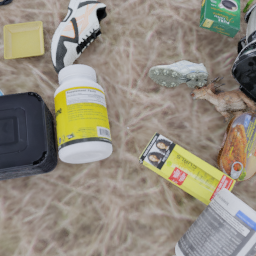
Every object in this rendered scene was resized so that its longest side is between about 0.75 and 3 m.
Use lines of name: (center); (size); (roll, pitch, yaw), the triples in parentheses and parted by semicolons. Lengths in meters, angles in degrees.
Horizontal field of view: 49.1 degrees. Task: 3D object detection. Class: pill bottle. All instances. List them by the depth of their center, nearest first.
pill bottle: (2.008, 2.780, 6.497); (1.414, 1.414, 2.485); (39, 93, 11)
pill bottle: (-1.293, -0.394, 7.803); (1.425, 1.425, 2.535); (-9, 71, -3)

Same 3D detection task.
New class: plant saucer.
plant saucer: (-3.344, -2.794, 9.104); (1.269, 0.307, 1.268); (-8, 74, -2)

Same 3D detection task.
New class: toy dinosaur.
toy dinosaur: (3.047, -0.854, 8.305); (2.080, 0.893, 1.410); (13, 39, -12)

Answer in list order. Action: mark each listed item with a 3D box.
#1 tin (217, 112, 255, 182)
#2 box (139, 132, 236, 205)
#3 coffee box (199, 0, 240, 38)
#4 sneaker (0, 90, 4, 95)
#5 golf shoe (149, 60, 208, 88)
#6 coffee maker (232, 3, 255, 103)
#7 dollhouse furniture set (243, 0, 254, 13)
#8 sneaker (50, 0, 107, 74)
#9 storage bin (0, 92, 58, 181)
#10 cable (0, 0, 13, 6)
tin: (3.197, 0.520, 7.809); (1.097, 0.410, 1.960); (18, 91, 3)
box: (1.576, 1.182, 7.738); (2.494, 0.625, 0.939); (33, 76, 9)
coffee box: (2.822, -3.720, 8.554); (1.161, 0.415, 1.888); (14, 65, -8)
sneaker: (-4.308, -1.229, 8.521); (1.486, 0.539, 0.534); (39, 78, 12)
golf shoe: (1.555, -1.746, 8.724); (1.802, 0.705, 0.876); (7, 50, 1)
coffee maker: (4.380, -2.070, 7.835); (2.613, 1.832, 2.720); (22, 62, 4)
dollhouse furniture set: (4.431, -3.827, 9.351); (1.092, 0.422, 0.546); (41, 78, 11)
sneaker: (-1.510, -2.945, 8.763); (1.168, 1.076, 2.920); (16, 74, 3)
storage bin: (-3.553, 0.331, 7.555); (2.939, 1.378, 1.987); (-8, 74, -6)
cable: (-4.411, -4.495, 9.666); (0.805, 0.205, 0.657); (-28, 75, -7)
